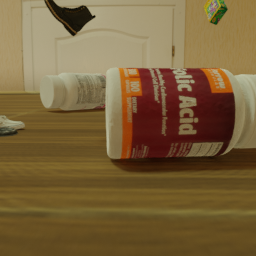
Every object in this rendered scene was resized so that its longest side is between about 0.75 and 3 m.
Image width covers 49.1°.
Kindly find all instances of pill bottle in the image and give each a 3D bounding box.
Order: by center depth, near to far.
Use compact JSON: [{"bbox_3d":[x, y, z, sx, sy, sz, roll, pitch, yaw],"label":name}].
[{"bbox_3d":[0.884,-0.239,4.378,2.435,1.390,1.390,-1,9,-6],"label":"pill bottle"},{"bbox_3d":[-2.254,-1.608,12.331,2.846,1.613,1.613,-7,11,-40],"label":"pill bottle"}]

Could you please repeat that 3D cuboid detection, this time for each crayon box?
[{"bbox_3d":[2.499,-3.442,8.032,0.258,0.525,0.885,14,49,-19],"label":"crayon box"}]

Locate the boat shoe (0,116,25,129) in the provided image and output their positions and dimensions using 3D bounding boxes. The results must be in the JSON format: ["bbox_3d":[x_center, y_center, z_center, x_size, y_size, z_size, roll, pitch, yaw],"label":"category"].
[{"bbox_3d":[-3.216,-0.138,7.046,1.152,0.377,0.424,-2,9,-14],"label":"boat shoe"}]

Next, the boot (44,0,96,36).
[{"bbox_3d":[-1.155,-2.375,5.612,0.636,0.356,0.920,-33,-37,15],"label":"boot"}]

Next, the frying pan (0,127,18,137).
[{"bbox_3d":[-2.956,0.062,6.593,0.616,0.166,1.019,-5,14,-33],"label":"frying pan"}]
